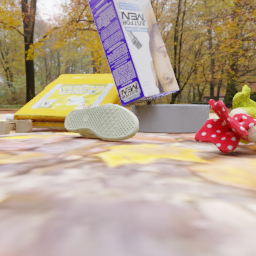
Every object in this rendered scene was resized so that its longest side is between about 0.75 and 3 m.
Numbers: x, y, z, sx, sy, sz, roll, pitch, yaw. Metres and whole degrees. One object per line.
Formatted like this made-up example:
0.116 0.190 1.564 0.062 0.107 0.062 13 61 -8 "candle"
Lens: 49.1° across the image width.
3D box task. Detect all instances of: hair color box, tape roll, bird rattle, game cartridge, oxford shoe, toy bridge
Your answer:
0.171 -1.896 6.595 0.831 2.563 1.401 -17 1 44 "hair color box"
1.041 -0.255 7.014 1.938 0.640 1.938 1 4 0 "tape roll"
1.597 -0.060 3.447 1.217 0.841 1.492 21 14 22 "bird rattle"
-1.287 -0.817 7.395 2.329 0.429 2.642 2 34 15 "game cartridge"
-0.435 -0.066 4.922 1.672 0.629 0.483 3 -19 41 "oxford shoe"
-2.662 0.019 5.404 0.724 0.293 2.154 -2 3 7 "toy bridge"

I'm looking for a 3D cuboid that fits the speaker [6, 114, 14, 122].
-4.487 -0.389 11.441 0.899 0.365 0.365 -1 4 -1 "speaker"
